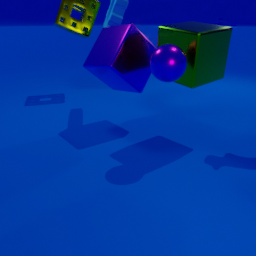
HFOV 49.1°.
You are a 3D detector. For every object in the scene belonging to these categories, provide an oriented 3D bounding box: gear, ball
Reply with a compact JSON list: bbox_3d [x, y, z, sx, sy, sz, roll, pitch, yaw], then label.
[{"bbox_3d":[-0.371,-3.759,8.870,0.350,1.890,1.890,17,18,-15],"label":"gear"},{"bbox_3d":[0.825,-1.322,5.740,0.766,0.766,0.766,0,22,0],"label":"ball"}]

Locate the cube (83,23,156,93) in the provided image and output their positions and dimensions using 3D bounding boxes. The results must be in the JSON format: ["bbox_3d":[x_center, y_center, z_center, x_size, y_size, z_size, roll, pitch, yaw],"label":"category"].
[{"bbox_3d":[-0.169,-1.907,7.829,1.324,1.324,1.324,16,-14,48],"label":"cube"}]

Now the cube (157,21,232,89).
[{"bbox_3d":[1.526,-1.788,6.675,1.218,1.218,1.218,-21,35,-34],"label":"cube"}]

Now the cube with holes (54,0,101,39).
[{"bbox_3d":[-2.008,-4.398,10.865,1.336,1.336,1.336,18,10,-20],"label":"cube with holes"}]
